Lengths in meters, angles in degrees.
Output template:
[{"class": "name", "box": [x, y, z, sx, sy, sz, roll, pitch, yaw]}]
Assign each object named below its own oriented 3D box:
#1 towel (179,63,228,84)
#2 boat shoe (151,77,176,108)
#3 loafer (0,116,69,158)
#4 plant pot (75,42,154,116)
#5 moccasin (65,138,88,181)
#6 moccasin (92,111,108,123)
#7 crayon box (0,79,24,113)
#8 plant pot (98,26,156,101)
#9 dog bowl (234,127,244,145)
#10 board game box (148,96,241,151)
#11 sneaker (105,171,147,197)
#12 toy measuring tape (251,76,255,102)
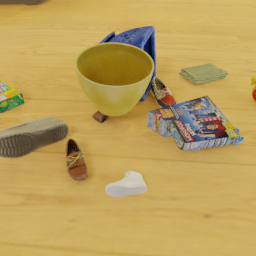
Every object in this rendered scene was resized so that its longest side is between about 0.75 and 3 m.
[{"class": "towel", "box": [3.966, -2.868, 14.778, 2.170, 0.396, 1.610, -16, 39, -19]}, {"class": "boat shoe", "box": [1.611, -1.573, 12.793, 0.779, 0.685, 2.189, -9, 39, -14]}, {"class": "loafer", "box": [-3.574, 0.262, 10.108, 2.802, 1.060, 0.957, -14, 37, -33]}, {"class": "plant pot", "box": [-0.549, -1.675, 10.851, 2.872, 2.039, 2.872, 3, 46, -3]}, {"class": "moccasin", "box": [-1.722, 1.016, 9.276, 0.671, 0.708, 1.834, -8, 37, -11]}, {"class": "moccasin", "box": [-0.910, -0.813, 11.917, 0.622, 0.589, 1.610, 27, 53, 19]}, {"class": "crayon box", "box": [-5.780, -1.489, 12.760, 1.960, 0.571, 1.164, 30, 46, 34]}, {"class": "plant pot", "box": [-0.122, -3.108, 13.268, 2.457, 2.733, 2.733, 5, 36, 16]}, {"class": "dog bowl", "box": [4.048, 0.298, 10.659, 0.497, 0.221, 0.892, -1, 37, -2]}, {"class": "board game box", "box": [2.259, -0.078, 10.635, 2.747, 0.848, 2.749, -7, 38, -8]}, {"class": "sneaker", "box": [-0.116, 1.691, 8.632, 1.268, 0.467, 0.733, 1, 34, -15]}, {"class": "toy measuring tape", "box": [6.327, -1.098, 12.239, 1.076, 1.076, 2.926, -19, 63, -23]}]
